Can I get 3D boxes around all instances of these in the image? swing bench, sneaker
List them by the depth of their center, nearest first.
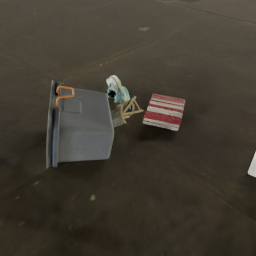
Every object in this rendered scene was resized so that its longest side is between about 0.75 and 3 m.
[{"bbox_3d":[-0.151,-0.449,8.252,0.830,0.539,0.826,-35,9,-34],"label":"swing bench"},{"bbox_3d":[-0.502,-1.376,9.810,0.617,0.555,1.430,-21,43,-19],"label":"sneaker"}]

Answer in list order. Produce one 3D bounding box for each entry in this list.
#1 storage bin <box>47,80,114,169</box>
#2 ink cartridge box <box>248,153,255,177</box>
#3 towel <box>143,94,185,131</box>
[{"bbox_3d":[-1.309,-0.233,7.651,1.634,1.770,2.433,2,38,-14],"label":"storage bin"},{"bbox_3d":[4.297,0.432,7.323,1.468,0.850,2.527,23,44,25],"label":"ink cartridge box"},{"bbox_3d":[1.190,-0.536,9.071,1.145,0.181,1.590,12,42,11],"label":"towel"}]
